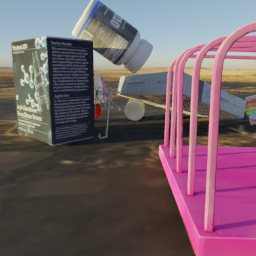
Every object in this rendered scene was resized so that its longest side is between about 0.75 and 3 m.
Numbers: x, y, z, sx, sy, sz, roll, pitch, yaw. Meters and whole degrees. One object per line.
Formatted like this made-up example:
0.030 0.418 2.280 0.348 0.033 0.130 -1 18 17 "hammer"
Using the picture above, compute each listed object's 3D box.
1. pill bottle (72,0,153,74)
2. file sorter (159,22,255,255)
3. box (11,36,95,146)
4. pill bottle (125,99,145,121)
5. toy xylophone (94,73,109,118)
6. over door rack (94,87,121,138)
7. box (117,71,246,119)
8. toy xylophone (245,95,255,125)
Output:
-0.338 -2.157 6.765 1.782 1.014 1.014 32 2 -18 "pill bottle"
1.440 -0.101 3.124 1.867 1.685 2.687 1 10 0 "file sorter"
-1.597 -0.819 6.015 1.526 2.056 1.101 10 15 44 "box"
0.238 -0.603 8.633 0.599 0.599 1.066 1 13 5 "pill bottle"
-1.741 -1.075 7.802 2.419 1.771 0.608 -7 -2 -13 "toy xylophone"
-0.543 -0.358 6.412 0.372 1.116 0.824 13 3 -32 "over door rack"
1.450 -0.808 7.495 2.762 0.569 2.153 14 -4 -37 "box"
3.638 -0.522 7.646 0.939 0.322 1.283 -18 26 17 "toy xylophone"
